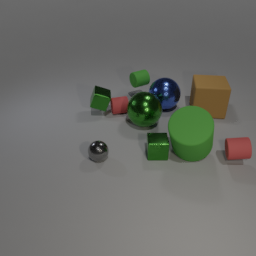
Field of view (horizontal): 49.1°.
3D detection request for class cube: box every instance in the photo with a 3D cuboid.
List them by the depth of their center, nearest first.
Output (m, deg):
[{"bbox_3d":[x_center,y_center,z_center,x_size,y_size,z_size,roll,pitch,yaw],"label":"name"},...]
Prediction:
[{"bbox_3d":[1.011,0.634,9.619,0.700,0.700,0.700,-1,33,0],"label":"cube"},{"bbox_3d":[-1.152,-1.233,11.703,0.700,0.700,0.700,15,35,-17],"label":"cube"},{"bbox_3d":[3.465,-1.362,12.014,1.400,1.400,1.400,4,33,5],"label":"cube"}]

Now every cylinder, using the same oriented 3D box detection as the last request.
[{"bbox_3d":[3.546,0.660,9.045,0.700,0.700,0.700,-4,32,10],"label":"cylinder"},{"bbox_3d":[2.074,0.210,9.175,1.400,1.400,1.400,-6,61,12],"label":"cylinder"},{"bbox_3d":[-0.361,-0.987,12.079,0.700,0.700,0.700,-8,34,-10],"label":"cylinder"},{"bbox_3d":[0.530,-2.250,12.757,0.700,0.700,0.700,-19,37,-24],"label":"cylinder"}]

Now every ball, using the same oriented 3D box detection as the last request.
[{"bbox_3d":[-0.999,0.768,9.407,0.700,0.700,0.700,0,33,0],"label":"ball"},{"bbox_3d":[0.647,-0.730,11.044,1.400,1.400,1.400,0,33,0],"label":"ball"},{"bbox_3d":[1.594,-1.499,12.247,1.400,1.400,1.400,0,33,0],"label":"ball"}]
